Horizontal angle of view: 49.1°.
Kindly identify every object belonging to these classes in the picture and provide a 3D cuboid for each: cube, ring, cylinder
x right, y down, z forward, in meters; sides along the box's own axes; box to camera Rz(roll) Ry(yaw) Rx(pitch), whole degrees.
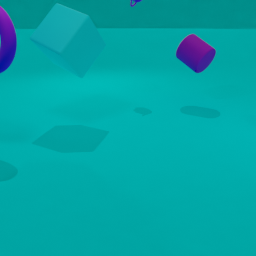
[{"bbox_3d":[-1.640,-2.425,7.875,1.274,1.274,1.274,30,-8,26],"label":"cube"},{"bbox_3d":[-3.219,-2.023,6.342,1.652,1.652,0.330,8,17,20],"label":"ring"},{"bbox_3d":[2.386,-2.622,9.892,1.003,1.003,1.003,-21,57,-42],"label":"cylinder"}]

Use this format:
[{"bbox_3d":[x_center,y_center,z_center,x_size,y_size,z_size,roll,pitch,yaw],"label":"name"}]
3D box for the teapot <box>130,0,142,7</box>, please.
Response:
[{"bbox_3d":[0.274,-4.991,10.134,0.578,1.180,0.734,-19,50,-32],"label":"teapot"}]
